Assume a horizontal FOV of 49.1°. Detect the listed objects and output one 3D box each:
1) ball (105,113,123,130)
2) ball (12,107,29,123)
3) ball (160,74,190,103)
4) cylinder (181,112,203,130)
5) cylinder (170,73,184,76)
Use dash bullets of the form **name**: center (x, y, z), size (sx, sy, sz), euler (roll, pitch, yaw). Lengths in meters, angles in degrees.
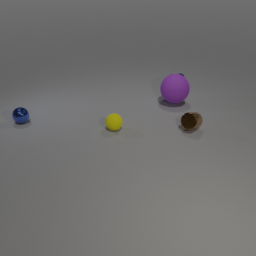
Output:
- **ball**: center (-0.574, -0.249, 11.507), size (0.700, 0.700, 0.700), euler (0, 29, 0)
- **ball**: center (-4.629, -0.549, 12.087), size (0.700, 0.700, 0.700), euler (0, 29, 0)
- **ball**: center (2.269, -1.903, 13.540), size (1.400, 1.400, 1.400), euler (0, 29, 0)
- **cylinder**: center (2.606, -0.298, 11.461), size (0.700, 0.700, 0.700), euler (20, 15, 31)
- **cylinder**: center (2.634, -2.604, 15.293), size (0.700, 0.700, 0.700), euler (-26, 22, -38)
